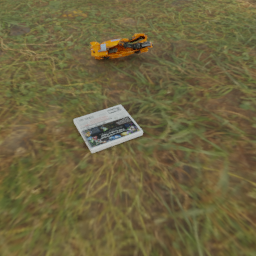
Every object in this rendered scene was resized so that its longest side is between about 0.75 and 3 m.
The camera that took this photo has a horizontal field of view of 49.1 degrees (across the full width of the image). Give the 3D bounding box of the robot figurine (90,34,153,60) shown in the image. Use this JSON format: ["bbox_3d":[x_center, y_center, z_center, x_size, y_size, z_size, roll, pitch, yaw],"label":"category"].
[{"bbox_3d":[-0.222,-3.161,10.925,2.390,0.696,1.733,-10,9,1],"label":"robot figurine"}]

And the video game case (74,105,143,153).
[{"bbox_3d":[-0.592,-0.028,8.097,1.580,0.184,1.436,-19,44,-20],"label":"video game case"}]
